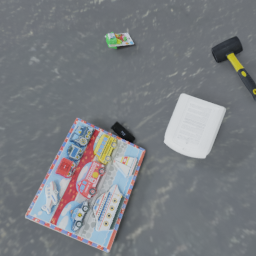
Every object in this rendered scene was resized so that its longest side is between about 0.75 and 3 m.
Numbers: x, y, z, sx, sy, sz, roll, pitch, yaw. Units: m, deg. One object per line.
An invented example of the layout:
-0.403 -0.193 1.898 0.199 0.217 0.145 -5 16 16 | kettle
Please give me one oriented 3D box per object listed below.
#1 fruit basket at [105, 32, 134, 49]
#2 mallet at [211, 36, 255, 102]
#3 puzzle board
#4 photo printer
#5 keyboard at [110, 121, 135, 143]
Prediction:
-0.317 -3.139 9.861 0.873 0.409 0.808 -14 49 -7 | fruit basket
3.553 -1.885 8.568 0.955 0.597 2.900 -30 42 12 | mallet
-0.942 1.347 7.259 2.180 0.252 2.893 25 63 -5 | puzzle board
1.826 -0.012 7.855 1.338 0.558 1.608 20 85 14 | photo printer
-0.208 0.233 8.328 0.800 0.082 0.509 44 73 -3 | keyboard
